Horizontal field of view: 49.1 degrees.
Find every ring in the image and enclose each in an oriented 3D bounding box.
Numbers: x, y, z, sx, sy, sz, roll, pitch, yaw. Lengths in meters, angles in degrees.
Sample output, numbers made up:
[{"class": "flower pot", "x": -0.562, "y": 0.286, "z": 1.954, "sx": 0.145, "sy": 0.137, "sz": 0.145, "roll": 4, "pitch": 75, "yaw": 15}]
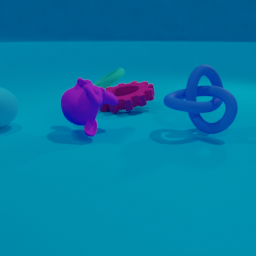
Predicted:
[{"class": "ring", "x": -0.849, "y": -1.975, "z": 11.603, "sx": 1.625, "sy": 0.325, "sz": 1.625, "roll": -30, "pitch": 17, "yaw": 10}]

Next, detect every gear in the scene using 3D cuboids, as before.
[{"class": "gear", "x": -0.104, "y": -1.061, "z": 9.252, "sx": 1.940, "sy": 0.359, "sz": 1.940, "roll": -10, "pitch": 24, "yaw": 5}]

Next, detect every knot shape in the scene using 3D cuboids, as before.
[{"class": "knot shape", "x": 1.654, "y": -0.688, "z": 6.736, "sx": 1.600, "sy": 0.790, "sz": 1.710, "roll": -4, "pitch": 62, "yaw": 0}]

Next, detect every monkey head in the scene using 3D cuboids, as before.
[{"class": "monkey head", "x": -0.963, "y": -0.557, "z": 6.878, "sx": 1.285, "sy": 1.076, "sz": 1.786, "roll": 14, "pitch": 25, "yaw": -42}]

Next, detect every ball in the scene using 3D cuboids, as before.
[{"class": "ball", "x": -3.330, "y": -0.531, "z": 7.127, "sx": 1.015, "sy": 1.015, "sz": 1.015, "roll": 0, "pitch": 19, "yaw": 0}]
